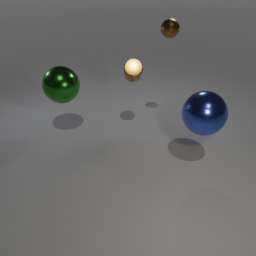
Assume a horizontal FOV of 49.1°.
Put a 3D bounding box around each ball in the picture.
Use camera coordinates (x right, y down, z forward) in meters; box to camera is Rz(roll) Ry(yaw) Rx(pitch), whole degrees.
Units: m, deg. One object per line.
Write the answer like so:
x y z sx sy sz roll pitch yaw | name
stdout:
2.390 -0.460 8.741 1.400 1.400 1.400 0 30 0 | ball
-2.526 -1.634 10.592 1.400 1.400 1.400 0 30 0 | ball
1.549 -3.650 10.272 0.700 0.700 0.700 0 30 0 | ball

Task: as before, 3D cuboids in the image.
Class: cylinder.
0.193 -2.186 10.664 0.700 0.700 0.700 -1 -9 -2 | cylinder
